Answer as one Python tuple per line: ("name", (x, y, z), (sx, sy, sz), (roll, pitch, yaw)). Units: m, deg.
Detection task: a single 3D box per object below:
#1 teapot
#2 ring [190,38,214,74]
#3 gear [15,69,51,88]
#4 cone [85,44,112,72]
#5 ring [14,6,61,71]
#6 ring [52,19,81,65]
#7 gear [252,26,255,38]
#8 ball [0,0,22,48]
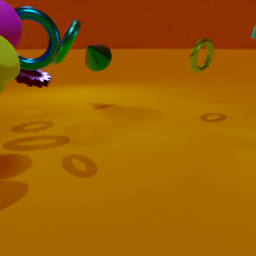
("teapot", (-2.653, -1.199, 5.302), (0.860, 1.756, 1.092), (-32, -19, 26))
("ring", (2.709, -2.632, 10.244), (1.293, 1.293, 0.259), (-15, 31, -40))
("gear", (-3.195, -1.696, 9.080), (1.316, 0.243, 1.316), (19, 22, -8))
("cone", (-1.472, -3.187, 11.750), (1.272, 1.272, 1.276), (5, -7, 15))
("ring", (-2.786, -2.495, 7.903), (1.729, 1.729, 0.346), (-5, 19, -15))
("ring", (-1.439, -2.005, 6.558), (0.233, 1.166, 1.166), (28, 8, -21))
("gear", (4.501, -2.609, 8.011), (1.733, 0.321, 1.733), (7, 22, -3))
("ball", (-3.139, -2.371, 6.561), (1.230, 1.230, 1.230), (0, 17, 0))
